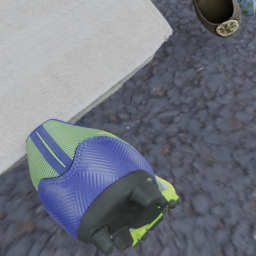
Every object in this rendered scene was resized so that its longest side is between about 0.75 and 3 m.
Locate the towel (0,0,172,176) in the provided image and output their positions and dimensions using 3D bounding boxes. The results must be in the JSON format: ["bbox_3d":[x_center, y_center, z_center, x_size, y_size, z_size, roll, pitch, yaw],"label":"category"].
[{"bbox_3d":[-0.834,-0.848,2.754,2.438,0.420,1.615,-40,92,-18],"label":"towel"}]

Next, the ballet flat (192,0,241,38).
[{"bbox_3d":[1.704,-2.799,5.793,0.876,2.600,0.603,-24,46,23],"label":"ballet flat"}]

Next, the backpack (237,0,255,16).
[{"bbox_3d":[2.916,-3.590,7.232,1.272,1.164,0.935,31,85,38],"label":"backpack"}]

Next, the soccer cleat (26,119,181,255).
[{"bbox_3d":[-0.126,0.692,3.281,0.965,2.986,1.249,-46,69,-7],"label":"soccer cleat"}]
